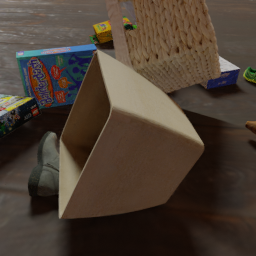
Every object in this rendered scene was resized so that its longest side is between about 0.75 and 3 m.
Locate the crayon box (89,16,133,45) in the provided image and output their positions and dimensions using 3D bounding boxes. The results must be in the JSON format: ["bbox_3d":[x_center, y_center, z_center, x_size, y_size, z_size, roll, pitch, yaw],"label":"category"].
[{"bbox_3d":[-0.891,-4.785,13.702,2.073,0.527,1.316,-19,40,-5],"label":"crayon box"}]

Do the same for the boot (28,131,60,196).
[{"bbox_3d":[-1.460,0.845,6.337,1.180,0.612,1.806,4,42,-5],"label":"boot"}]

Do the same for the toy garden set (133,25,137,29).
[{"bbox_3d":[-0.058,-5.036,14.609,1.426,0.284,1.188,-9,35,-13],"label":"toy garden set"}]

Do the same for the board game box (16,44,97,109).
[{"bbox_3d":[-2.037,-1.540,8.543,2.269,1.725,0.510,-10,37,-13],"label":"board game box"}]

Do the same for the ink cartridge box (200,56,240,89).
[{"bbox_3d":[2.804,-2.474,10.756,1.317,0.620,2.803,-12,38,-18],"label":"ink cartridge box"}]

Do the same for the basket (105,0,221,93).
[{"bbox_3d":[1.049,-2.725,7.787,2.397,2.954,2.981,-14,-11,20],"label":"basket"}]

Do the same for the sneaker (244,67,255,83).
[{"bbox_3d":[4.763,-1.832,9.954,1.265,0.528,0.468,26,42,30],"label":"sneaker"}]

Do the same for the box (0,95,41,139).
[{"bbox_3d":[-3.920,-0.027,7.106,1.920,0.530,2.811,8,34,35],"label":"box"}]

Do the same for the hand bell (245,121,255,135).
[{"bbox_3d":[3.895,0.285,6.605,1.253,1.253,2.406,-25,33,-30],"label":"hand bell"}]

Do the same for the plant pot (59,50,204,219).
[{"bbox_3d":[0.017,0.246,5.545,2.098,2.369,2.367,15,31,-22],"label":"plant pot"}]
